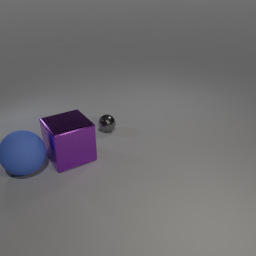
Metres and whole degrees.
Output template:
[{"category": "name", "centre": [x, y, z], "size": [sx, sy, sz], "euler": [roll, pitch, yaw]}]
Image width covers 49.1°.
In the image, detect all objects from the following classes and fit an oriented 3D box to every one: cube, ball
[{"category": "cube", "centre": [-1.986, 0.386, 9.383], "size": [1.400, 1.400, 1.400], "euler": [-17, 33, -28]}, {"category": "ball", "centre": [-3.285, 0.768, 8.721], "size": [1.400, 1.400, 1.400], "euler": [0, 29, 0]}, {"category": "ball", "centre": [-0.839, -0.193, 11.170], "size": [0.700, 0.700, 0.700], "euler": [0, 29, 0]}]
